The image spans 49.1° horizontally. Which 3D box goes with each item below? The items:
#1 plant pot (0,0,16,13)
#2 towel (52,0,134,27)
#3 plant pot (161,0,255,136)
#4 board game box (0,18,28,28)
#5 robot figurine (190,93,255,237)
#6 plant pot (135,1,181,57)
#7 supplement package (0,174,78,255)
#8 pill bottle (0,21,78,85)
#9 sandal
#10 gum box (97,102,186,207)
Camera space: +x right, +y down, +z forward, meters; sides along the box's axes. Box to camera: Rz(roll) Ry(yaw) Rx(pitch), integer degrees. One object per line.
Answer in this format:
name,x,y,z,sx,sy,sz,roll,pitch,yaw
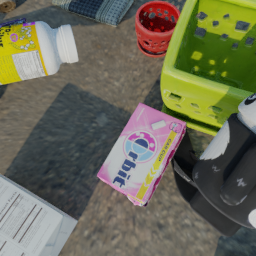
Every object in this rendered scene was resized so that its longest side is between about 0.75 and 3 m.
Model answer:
plant pot,-4.347,-4.525,9.565,1.098,1.098,0.953,-27,87,-11
towel,-0.980,-4.976,10.065,2.627,0.471,2.728,22,71,12
plant pot,2.450,-1.363,7.249,2.907,2.651,2.922,19,67,8
board game box,-4.154,-2.384,8.116,2.674,0.758,2.210,-20,33,-9
robot figurine,1.934,0.545,4.363,1.461,2.342,1.760,23,23,-15
plant pot,0.901,-3.024,8.735,1.366,1.244,1.366,0,68,0
supplement package,-2.701,2.212,6.244,2.360,1.791,1.778,27,70,11
pill bottle,-2.266,-1.642,6.088,2.220,1.157,1.157,-14,68,-10
sandal,1.586,1.014,7.431,0.951,0.535,2.500,-22,69,-9
gum box,0.364,0.701,7.255,1.350,0.787,2.379,26,75,18
